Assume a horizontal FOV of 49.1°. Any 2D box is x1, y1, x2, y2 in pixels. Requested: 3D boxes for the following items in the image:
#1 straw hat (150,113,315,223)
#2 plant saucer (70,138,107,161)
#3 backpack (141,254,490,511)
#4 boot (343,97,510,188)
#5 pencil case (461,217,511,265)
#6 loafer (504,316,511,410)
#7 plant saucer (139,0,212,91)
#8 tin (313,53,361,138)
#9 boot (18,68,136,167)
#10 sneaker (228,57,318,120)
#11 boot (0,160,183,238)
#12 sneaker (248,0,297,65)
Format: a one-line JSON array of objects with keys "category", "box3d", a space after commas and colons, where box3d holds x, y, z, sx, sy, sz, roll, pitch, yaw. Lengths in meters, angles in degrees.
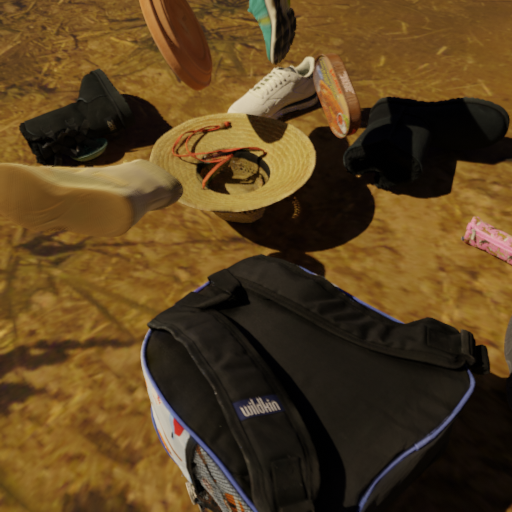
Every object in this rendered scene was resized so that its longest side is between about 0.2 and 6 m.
[{"category": "straw hat", "box3d": [-0.450, -1.515, 11.736, 3.454, 1.462, 3.454, -2, 45, 2]}, {"category": "plant saucer", "box3d": [-4.019, -2.539, 13.546, 0.953, 0.171, 0.953, -13, 35, 9]}, {"category": "backpack", "box3d": [0.391, 1.849, 7.429, 3.846, 2.963, 3.664, -26, 54, -34]}, {"category": "boot", "box3d": [3.925, -2.531, 12.862, 3.367, 1.286, 2.829, 12, 44, 18]}, {"category": "pencil case", "box3d": [4.855, -0.213, 11.087, 1.465, 0.607, 0.634, 34, 57, 28]}, {"category": "loafer", "box3d": [4.600, 1.711, 9.206, 0.712, 0.812, 2.259, 32, 51, -9]}, {"category": "plant saucer", "box3d": [-1.444, -4.301, 10.714, 0.366, 2.267, 2.267, -20, 42, 18]}, {"category": "tin", "box3d": [1.573, -3.131, 10.903, 0.355, 0.949, 1.695, -17, 80, -11]}, {"category": "boot", "box3d": [-4.619, -3.490, 14.022, 2.525, 1.140, 3.082, -28, 43, -13]}, {"category": "sneaker", "box3d": [0.420, -4.308, 14.748, 2.889, 1.163, 1.104, -32, 55, -25]}, {"category": "boot", "box3d": [-2.481, -0.996, 8.279, 2.397, 0.873, 1.863, 10, 22, 16]}, {"category": "sneaker", "box3d": [0.306, -5.345, 12.298, 0.887, 2.226, 0.863, 23, 52, 32]}]
